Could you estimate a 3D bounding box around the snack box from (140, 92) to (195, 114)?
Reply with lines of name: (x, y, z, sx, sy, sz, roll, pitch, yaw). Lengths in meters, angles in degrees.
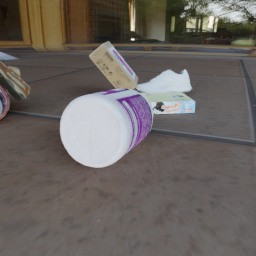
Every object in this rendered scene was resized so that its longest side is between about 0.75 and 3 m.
snack box: (0.973, -0.948, 10.532, 2.676, 0.496, 1.554, -2, 20, -7)

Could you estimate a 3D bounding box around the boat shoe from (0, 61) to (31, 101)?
boat shoe: (-3.554, -1.552, 8.414, 0.616, 1.629, 0.602, 6, 51, 37)

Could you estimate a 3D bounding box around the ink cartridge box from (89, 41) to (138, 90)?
ink cartridge box: (-0.472, -2.287, 10.673, 0.730, 1.944, 1.602, -37, 15, 17)

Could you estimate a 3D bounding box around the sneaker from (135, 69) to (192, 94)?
sneaker: (1.491, -1.917, 12.082, 2.499, 1.088, 0.931, -8, 1, -11)

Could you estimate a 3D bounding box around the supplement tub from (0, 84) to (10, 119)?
supplement tub: (-4.740, -1.023, 9.374, 1.467, 1.467, 2.742, -9, 22, -23)

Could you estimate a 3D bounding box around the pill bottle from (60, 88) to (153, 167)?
pill bottle: (-0.260, -0.151, 6.306, 1.437, 1.437, 2.559, 7, 14, 20)
